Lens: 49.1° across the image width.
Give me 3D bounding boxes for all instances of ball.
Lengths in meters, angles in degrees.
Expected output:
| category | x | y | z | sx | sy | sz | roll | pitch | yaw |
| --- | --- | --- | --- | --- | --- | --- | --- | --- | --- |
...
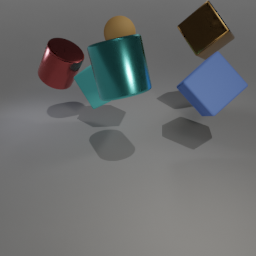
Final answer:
| category | x | y | z | sx | sy | sz | roll | pitch | yaw |
| --- | --- | --- | --- | --- | --- | --- | --- | --- | --- |
| ball | -0.363 | -4.169 | 12.262 | 1.400 | 1.400 | 1.400 | 0 | 30 | 0 |

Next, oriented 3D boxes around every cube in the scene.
| category | x | y | z | sx | sy | sz | roll | pitch | yaw |
| --- | --- | --- | --- | --- | --- | --- | --- | --- | --- |
| cube | 2.991 | -3.653 | 10.691 | 1.400 | 1.400 | 1.400 | 60 | 27 | 10 |
| cube | 2.621 | -1.341 | 9.001 | 1.400 | 1.400 | 1.400 | -42 | 1 | 2 |
| cube | -0.910 | -1.805 | 10.610 | 1.400 | 1.400 | 1.400 | -23 | 19 | 24 |

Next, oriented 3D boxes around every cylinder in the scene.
| category | x | y | z | sx | sy | sz | roll | pitch | yaw |
| --- | --- | --- | --- | --- | --- | --- | --- | --- | --- |
| cylinder | -0.203 | -1.547 | 7.210 | 1.400 | 1.400 | 1.400 | -12 | 14 | 3 |
| cylinder | -2.555 | -2.428 | 10.645 | 1.400 | 1.400 | 1.400 | 20 | 43 | -20 |
